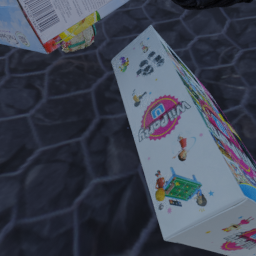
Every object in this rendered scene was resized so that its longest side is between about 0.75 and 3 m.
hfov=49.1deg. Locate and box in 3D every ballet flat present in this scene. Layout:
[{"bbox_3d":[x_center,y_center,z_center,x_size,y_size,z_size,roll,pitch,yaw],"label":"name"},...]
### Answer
[{"bbox_3d":[-1.915,-2.734,6.644,0.951,1.126,2.977,-38,57,-14],"label":"ballet flat"}]

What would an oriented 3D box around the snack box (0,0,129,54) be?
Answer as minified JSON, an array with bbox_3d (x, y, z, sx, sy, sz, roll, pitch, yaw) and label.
[{"bbox_3d":[-0.895,-2.407,4.457,2.915,0.987,2.459,-43,41,-21],"label":"snack box"}]

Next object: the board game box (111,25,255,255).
[{"bbox_3d":[0.843,0.160,3.437,0.799,1.834,2.486,-36,46,22],"label":"board game box"}]

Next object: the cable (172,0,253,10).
[{"bbox_3d":[1.951,-2.920,5.834,1.890,2.316,0.588,-12,85,36],"label":"cable"}]
